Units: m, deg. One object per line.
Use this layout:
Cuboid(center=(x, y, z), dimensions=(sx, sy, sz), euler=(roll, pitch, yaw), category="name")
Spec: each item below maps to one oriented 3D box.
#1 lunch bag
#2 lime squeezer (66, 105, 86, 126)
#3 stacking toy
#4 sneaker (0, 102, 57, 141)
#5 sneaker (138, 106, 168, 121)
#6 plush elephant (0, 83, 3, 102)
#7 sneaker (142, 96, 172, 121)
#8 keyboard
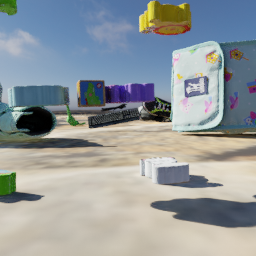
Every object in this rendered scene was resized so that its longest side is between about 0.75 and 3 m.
Cuboid(center=(1.921, -0.772, 5.713), dimensions=(2.108, 1.796, 1.285), euler=(0, -4, 4), category="lunch bag")
Cuboid(center=(-1.833, -0.305, 9.438), dimensions=(0.301, 0.564, 1.598), euler=(-16, -31, 10), category="lime squeezer")
Cuboid(center=(-0.295, -0.216, 1.793), dimensions=(1.538, 1.160, 0.361), euler=(-1, 4, -15), category="stacking toy")
Cuboid(center=(-2.048, -0.166, 4.224), dimensions=(1.938, 0.713, 1.143), euler=(1, -4, -28), category="sneaker")
Cuboid(center=(1.724, -0.728, 13.894), dimensions=(2.658, 0.883, 1.203), euler=(-7, 10, -38), category="sneaker")
Cuboid(center=(-3.101, -0.446, 5.076), dimensions=(1.504, 1.600, 1.943), euler=(35, 46, 6), category="plush elephant")
Cuboid(center=(1.508, -0.752, 10.411), dimensions=(2.001, 0.718, 0.829), euler=(18, -16, -21), category="sneaker")
Cuboid(center=(-0.380, -0.350, 7.146), dimensions=(1.315, 0.135, 0.835), euler=(-10, 37, -4), category="keyboard")
